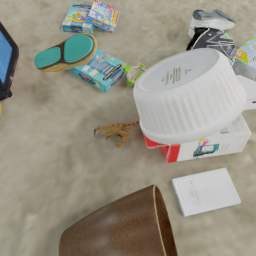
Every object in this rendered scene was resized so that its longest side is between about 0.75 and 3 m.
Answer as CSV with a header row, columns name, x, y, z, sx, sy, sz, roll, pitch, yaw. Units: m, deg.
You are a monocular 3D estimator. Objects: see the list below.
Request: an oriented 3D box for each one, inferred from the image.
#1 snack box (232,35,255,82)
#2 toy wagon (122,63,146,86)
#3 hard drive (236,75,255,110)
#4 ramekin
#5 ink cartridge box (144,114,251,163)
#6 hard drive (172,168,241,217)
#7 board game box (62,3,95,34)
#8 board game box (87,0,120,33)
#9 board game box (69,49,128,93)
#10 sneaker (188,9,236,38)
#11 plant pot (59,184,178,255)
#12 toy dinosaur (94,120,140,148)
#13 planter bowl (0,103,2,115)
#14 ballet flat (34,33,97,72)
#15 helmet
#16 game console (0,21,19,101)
name,x,y,z,sx,sy,sz,roll,pitch,yaw
snack box,5.056,-2.188,9.800,2.011,0.807,2.385,-40,63,-22
toy wagon,0.340,-1.825,9.727,1.235,0.244,0.958,32,61,3
hard drive,3.013,-1.040,7.883,1.556,0.310,2.360,-6,23,-4
ramekin,1.347,-0.886,6.749,2.657,1.238,2.657,-20,28,11
ink cartridge box,1.801,-0.014,8.208,2.870,0.965,1.667,-7,53,-4
hard drive,2.088,1.708,7.558,1.553,0.197,1.025,-11,57,-7
board game box,-1.927,-4.580,11.665,1.171,0.364,1.551,9,57,6
board game box,-0.986,-4.568,11.423,1.142,0.326,1.166,20,56,-15
board game box,-1.050,-2.129,9.999,1.706,0.400,1.288,32,61,19
sneaker,3.263,-4.068,11.063,2.314,1.008,0.862,-10,53,-29
plant pot,-0.227,2.537,6.088,2.284,2.135,2.135,-16,56,9
toy dinosaur,-0.180,0.041,8.486,1.755,0.530,0.932,-10,56,-7
planter bowl,-4.777,-0.617,8.630,1.501,0.625,1.501,1,72,-4
ballet flat,-1.638,-2.091,8.002,2.541,0.801,0.872,0,85,37
helmet,2.676,-2.454,9.287,1.799,1.799,1.715,-14,34,-9
game console,-5.094,-2.302,9.316,2.528,1.741,2.933,-29,61,-19
